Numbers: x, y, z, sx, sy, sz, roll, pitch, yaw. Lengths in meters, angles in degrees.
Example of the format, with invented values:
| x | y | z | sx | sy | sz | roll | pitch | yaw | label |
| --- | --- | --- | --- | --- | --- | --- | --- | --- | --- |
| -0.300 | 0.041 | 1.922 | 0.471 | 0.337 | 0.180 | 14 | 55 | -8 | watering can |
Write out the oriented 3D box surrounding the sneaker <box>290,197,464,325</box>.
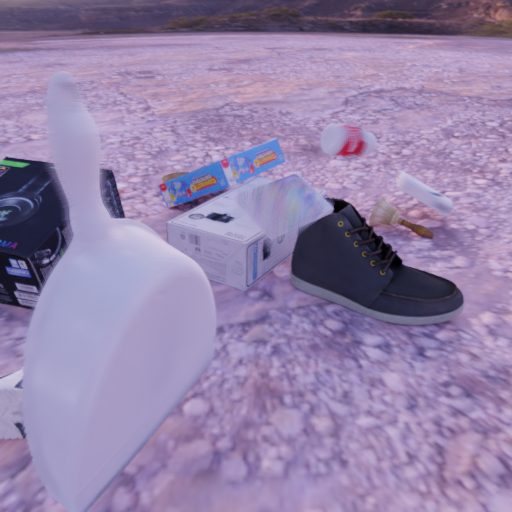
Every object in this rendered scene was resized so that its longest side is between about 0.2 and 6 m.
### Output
| x | y | z | sx | sy | sz | roll | pitch | yaw | label |
| --- | --- | --- | --- | --- | --- | --- | --- | --- | --- |
| 1.703 | 0.044 | 8.107 | 2.644 | 1.405 | 0.989 | 13 | 30 | 24 | sneaker |

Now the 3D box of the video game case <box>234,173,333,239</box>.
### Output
| x | y | z | sx | sy | sz | roll | pitch | yaw | label |
| --- | --- | --- | --- | --- | --- | --- | --- | --- | --- |
| 0.392 | -0.714 | 7.723 | 1.156 | 0.104 | 0.828 | -24 | 60 | -33 | video game case |

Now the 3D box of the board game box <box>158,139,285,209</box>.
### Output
| x | y | z | sx | sy | sz | roll | pitch | yaw | label |
| --- | --- | --- | --- | --- | --- | --- | --- | --- | --- |
| -0.702 | -1.712 | 11.636 | 1.894 | 0.541 | 1.934 | -12 | 14 | 44 | board game box |

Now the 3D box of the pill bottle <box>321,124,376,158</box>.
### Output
| x | y | z | sx | sy | sz | roll | pitch | yaw | label |
| --- | --- | --- | --- | --- | --- | --- | --- | --- | --- |
| 1.647 | -2.021 | 9.901 | 0.935 | 0.525 | 0.525 | -1 | 24 | -34 | pill bottle |

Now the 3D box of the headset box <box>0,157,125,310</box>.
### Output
| x | y | z | sx | sy | sz | roll | pitch | yaw | label |
| --- | --- | --- | --- | --- | --- | --- | --- | --- | --- |
| -3.556 | -0.470 | 8.865 | 2.143 | 1.142 | 2.461 | 9 | 42 | 17 | headset box |

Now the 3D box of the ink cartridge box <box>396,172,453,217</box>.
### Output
| x | y | z | sx | sy | sz | roll | pitch | yaw | label |
| --- | --- | --- | --- | --- | --- | --- | --- | --- | --- |
| 3.363 | -1.311 | 11.279 | 1.144 | 0.256 | 1.008 | 31 | 26 | -2 | ink cartridge box |

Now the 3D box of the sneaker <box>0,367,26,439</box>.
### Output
| x | y | z | sx | sy | sz | roll | pitch | yaw | label |
| --- | --- | --- | --- | --- | --- | --- | --- | --- | --- |
| -2.390 | 1.357 | 6.320 | 1.779 | 0.710 | 1.158 | -8 | 27 | -15 | sneaker |

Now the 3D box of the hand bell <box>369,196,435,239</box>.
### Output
| x | y | z | sx | sy | sz | roll | pitch | yaw | label |
| --- | --- | --- | --- | --- | --- | --- | --- | --- | --- |
| 2.796 | -0.623 | 10.551 | 1.178 | 0.613 | 0.613 | 27 | 36 | 24 | hand bell |

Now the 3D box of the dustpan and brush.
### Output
| x | y | z | sx | sy | sz | roll | pitch | yaw | label |
| --- | --- | --- | --- | --- | --- | --- | --- | --- | --- |
| -1.265 | 0.232 | 5.009 | 1.023 | 3.574 | 2.494 | 22 | 39 | 18 | dustpan and brush |

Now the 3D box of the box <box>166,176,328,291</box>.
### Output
| x | y | z | sx | sy | sz | roll | pitch | yaw | label |
| --- | --- | --- | --- | --- | --- | --- | --- | --- | --- |
| -0.056 | -0.518 | 9.837 | 1.622 | 0.836 | 2.781 | 16 | 31 | 28 | box |

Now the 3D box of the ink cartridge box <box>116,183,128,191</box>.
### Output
| x | y | z | sx | sy | sz | roll | pitch | yaw | label |
| --- | --- | --- | --- | --- | --- | --- | --- | --- | --- |
| -3.383 | -1.417 | 12.350 | 0.737 | 0.218 | 0.920 | 11 | 23 | 22 | ink cartridge box |

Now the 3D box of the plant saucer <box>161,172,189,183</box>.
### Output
| x | y | z | sx | sy | sz | roll | pitch | yaw | label |
| --- | --- | --- | --- | --- | --- | --- | --- | --- | --- |
| -1.710 | -1.720 | 12.935 | 0.941 | 0.167 | 0.941 | 0 | 27 | 0 | plant saucer |
